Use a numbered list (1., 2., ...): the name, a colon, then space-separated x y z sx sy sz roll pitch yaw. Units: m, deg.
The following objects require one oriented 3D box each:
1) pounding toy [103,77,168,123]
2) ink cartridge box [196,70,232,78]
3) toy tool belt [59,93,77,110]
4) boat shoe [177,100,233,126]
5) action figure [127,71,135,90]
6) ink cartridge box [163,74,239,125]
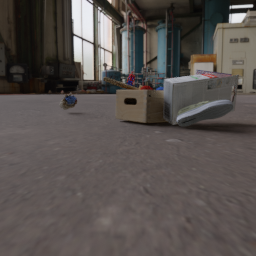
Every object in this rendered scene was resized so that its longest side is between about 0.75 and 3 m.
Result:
1. pounding toy: 0.452 -1.040 10.057 1.949 1.505 2.118 -3 9 -40
2. ink cartridge box: 2.952 -1.325 9.893 1.298 1.314 0.309 17 19 33
3. toy tool belt: -2.764 -1.332 13.411 0.681 0.670 1.090 36 37 15
4. boat shoe: 2.186 -0.544 8.191 1.674 0.519 0.603 -17 -41 25
5. action figure: 0.103 -1.837 11.247 0.293 0.896 0.232 19 20 19
6. ink cartridge box: 2.408 -1.038 9.258 2.515 1.370 0.633 -11 25 -20
